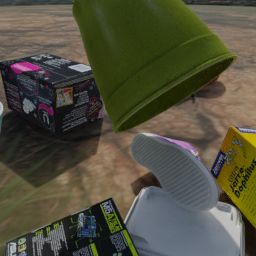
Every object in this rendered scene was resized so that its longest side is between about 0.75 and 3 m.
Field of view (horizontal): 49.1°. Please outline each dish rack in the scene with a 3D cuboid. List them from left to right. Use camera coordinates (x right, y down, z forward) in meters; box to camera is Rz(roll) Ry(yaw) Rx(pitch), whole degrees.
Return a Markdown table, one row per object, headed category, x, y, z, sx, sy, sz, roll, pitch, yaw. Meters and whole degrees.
| category | x | y | z | sx | sy | sz | roll | pitch | yaw |
| --- | --- | --- | --- | --- | --- | --- | --- | --- | --- |
| dish rack | 0.916 | 1.669 | 4.704 | 2.042 | 0.444 | 1.752 | 11 | 30 | 17 |

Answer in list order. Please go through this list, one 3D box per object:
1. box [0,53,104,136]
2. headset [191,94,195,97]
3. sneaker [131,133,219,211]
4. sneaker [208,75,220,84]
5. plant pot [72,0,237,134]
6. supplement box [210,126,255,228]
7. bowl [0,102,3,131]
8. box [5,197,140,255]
| category | x | y | z | sx | sy | sz | roll | pitch | yaw |
| --- | --- | --- | --- | --- | --- | --- | --- | --- | --- |
| box | -2.317 | -1.154 | 8.627 | 2.812 | 1.613 | 1.858 | 24 | 35 | 35 |
| headset | 1.719 | -1.287 | 10.212 | 1.357 | 0.638 | 0.838 | -10 | 23 | 13 |
| sneaker | 1.214 | 0.750 | 5.623 | 1.405 | 0.893 | 2.464 | 11 | 18 | -30 |
| sneaker | 2.581 | -2.399 | 11.390 | 2.940 | 1.145 | 1.208 | -12 | 30 | -21 |
| plant pot | 0.229 | -1.498 | 5.016 | 2.403 | 2.403 | 2.313 | -25 | 81 | -38 |
| supplement box | 2.614 | 0.991 | 4.907 | 1.160 | 1.167 | 2.131 | 6 | 26 | -20 |
| bowl | -3.989 | 0.323 | 6.194 | 2.569 | 1.344 | 2.569 | 0 | 29 | 0 |
| box | -0.715 | 1.991 | 3.794 | 1.800 | 0.443 | 1.864 | -19 | 33 | -14 |
